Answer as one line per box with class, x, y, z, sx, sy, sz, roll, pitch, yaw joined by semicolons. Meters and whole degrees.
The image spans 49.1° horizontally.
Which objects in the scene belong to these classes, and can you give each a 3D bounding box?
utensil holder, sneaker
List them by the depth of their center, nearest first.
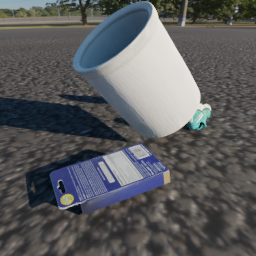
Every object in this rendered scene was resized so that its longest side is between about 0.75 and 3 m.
utensil holder;0.287;-1.205;6.500;2.075;2.442;2.075;-24;40;22
sneaker;1.932;-0.287;7.885;0.681;0.700;1.758;-15;-3;29

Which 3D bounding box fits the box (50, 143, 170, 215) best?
box;-0.379;0.920;5.255;1.991;0.323;1.206;-15;28;-17
